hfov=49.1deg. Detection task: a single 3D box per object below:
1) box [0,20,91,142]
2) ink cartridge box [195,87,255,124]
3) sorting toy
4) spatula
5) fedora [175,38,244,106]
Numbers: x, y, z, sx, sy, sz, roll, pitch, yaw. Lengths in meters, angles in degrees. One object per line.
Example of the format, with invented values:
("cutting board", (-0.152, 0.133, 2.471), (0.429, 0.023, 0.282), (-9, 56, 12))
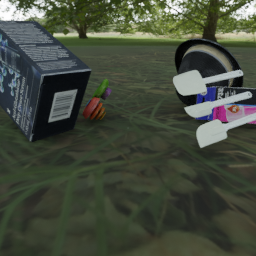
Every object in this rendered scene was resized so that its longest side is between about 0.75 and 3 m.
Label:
("box", (-2.659, -1.419, 7.849), (1.517, 2.102, 2.833), (-19, 52, -44))
("ink cartridge box", (3.209, -0.692, 8.478), (2.215, 1.049, 0.411), (5, 4, 14))
("sorting toy", (-0.912, -0.814, 9.310), (0.680, 0.995, 1.657), (35, 54, -13))
("spatula", (2.322, -0.682, 6.856), (2.534, 1.762, 0.203), (-17, -13, -30))
("fedora", (2.515, -1.603, 9.756), (2.897, 2.897, 1.323), (18, 62, 40))
